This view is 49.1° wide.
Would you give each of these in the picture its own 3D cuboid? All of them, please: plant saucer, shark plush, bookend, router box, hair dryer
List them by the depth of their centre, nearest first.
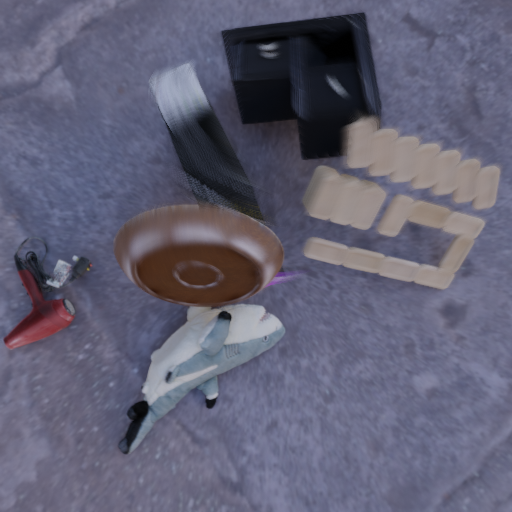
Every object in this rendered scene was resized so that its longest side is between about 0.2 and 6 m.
[{"bbox_3d":[-0.813,0.145,7.911,2.410,2.410,0.387,1,57,0],"label":"plant saucer"},{"bbox_3d":[-0.626,-1.233,9.042,0.801,2.338,3.135,-25,53,0],"label":"router box"},{"bbox_3d":[-1.058,2.174,9.786,1.459,1.591,3.503,44,76,-24],"label":"shark plush"},{"bbox_3d":[0.714,-2.878,9.871,2.666,1.228,2.649,-4,53,8],"label":"bookend"},{"bbox_3d":[-4.014,0.790,10.421,1.591,0.568,2.089,17,75,21],"label":"hair dryer"}]

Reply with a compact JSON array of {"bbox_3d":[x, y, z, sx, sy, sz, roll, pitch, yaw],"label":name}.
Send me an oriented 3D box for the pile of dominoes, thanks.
[{"bbox_3d":[2.463,-0.845,9.654,3.229,0.514,2.517,13,118,-19],"label":"pile of dominoes"}]
